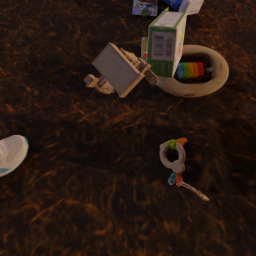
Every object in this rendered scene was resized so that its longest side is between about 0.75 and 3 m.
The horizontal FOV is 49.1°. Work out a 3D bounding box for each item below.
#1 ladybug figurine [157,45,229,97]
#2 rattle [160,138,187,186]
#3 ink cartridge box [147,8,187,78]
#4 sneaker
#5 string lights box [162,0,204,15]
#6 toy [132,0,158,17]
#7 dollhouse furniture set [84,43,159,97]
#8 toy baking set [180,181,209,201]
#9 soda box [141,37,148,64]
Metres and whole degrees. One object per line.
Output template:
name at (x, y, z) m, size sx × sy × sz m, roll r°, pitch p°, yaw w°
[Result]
ladybug figurine at (2.222, -2.054, 10.514) m, size 2.922 × 1.051 × 1.984 m, roll 1°, pitch 81°, yaw -3°
rattle at (1.692, 1.127, 9.361) m, size 0.964 × 1.057 × 1.480 m, roll -26°, pitch 77°, yaw 22°
ink cartridge box at (1.224, -2.621, 8.289) m, size 0.762 × 1.335 × 2.571 m, roll 10°, pitch 35°, yaw 13°
sneaker at (-4.581, 1.024, 8.886) m, size 2.853 × 1.152 × 1.091 m, roll -28°, pitch 63°, yaw -16°
string lights box at (2.216, -6.100, 12.949) m, size 1.163 × 0.667 × 2.263 m, roll -28°, pitch 62°, yaw -39°
toy at (0.847, -6.100, 13.251) m, size 1.136 × 0.466 × 1.972 m, roll 5°, pitch 61°, yaw 1°
dollhouse furniture set at (-0.036, -1.103, 6.581) m, size 1.097 × 2.117 × 0.937 m, roll -44°, pitch 80°, yaw 19°
toy baking set at (1.512, 1.456, 6.476) m, size 0.643 × 0.838 × 0.098 m, roll 31°, pitch 89°, yaw 41°
soda box at (0.796, -2.991, 11.479) m, size 0.493 × 0.522 × 1.541 m, roll 1°, pitch 60°, yaw 1°
